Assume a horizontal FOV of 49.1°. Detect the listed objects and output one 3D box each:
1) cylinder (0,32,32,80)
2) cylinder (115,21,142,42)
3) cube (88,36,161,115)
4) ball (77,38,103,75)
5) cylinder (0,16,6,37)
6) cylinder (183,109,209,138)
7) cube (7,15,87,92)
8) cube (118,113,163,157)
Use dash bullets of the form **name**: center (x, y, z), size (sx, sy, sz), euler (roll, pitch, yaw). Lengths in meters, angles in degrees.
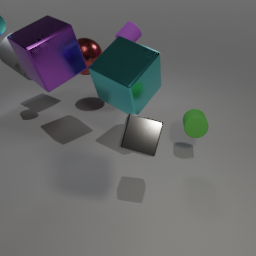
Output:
- **cylinder**: center (-4.030, -2.818, 11.019), size (1.400, 1.400, 1.400), euler (34, 40, 13)
- **cylinder**: center (0.022, -3.366, 10.179), size (0.700, 0.700, 0.700), euler (-49, 44, -6)
- **cube**: center (-0.024, -1.428, 7.884), size (1.400, 1.400, 1.400), euler (30, 68, 23)
- **ball**: center (-1.655, -2.753, 10.818), size (1.400, 1.400, 1.400), euler (0, 30, 0)
- **cylinder**: center (-4.109, -3.108, 8.521), size (0.700, 0.700, 0.700), euler (-14, 19, -23)
- **cylinder**: center (2.032, -0.144, 8.469), size (0.700, 0.700, 0.700), euler (4, 23, 6)
- **cube**: center (-2.275, -2.141, 7.986), size (1.400, 1.400, 1.400), euler (-38, 47, -20)
- **cube**: center (0.241, 0.163, 5.745), size (0.700, 0.700, 0.700), euler (16, -6, -4)
